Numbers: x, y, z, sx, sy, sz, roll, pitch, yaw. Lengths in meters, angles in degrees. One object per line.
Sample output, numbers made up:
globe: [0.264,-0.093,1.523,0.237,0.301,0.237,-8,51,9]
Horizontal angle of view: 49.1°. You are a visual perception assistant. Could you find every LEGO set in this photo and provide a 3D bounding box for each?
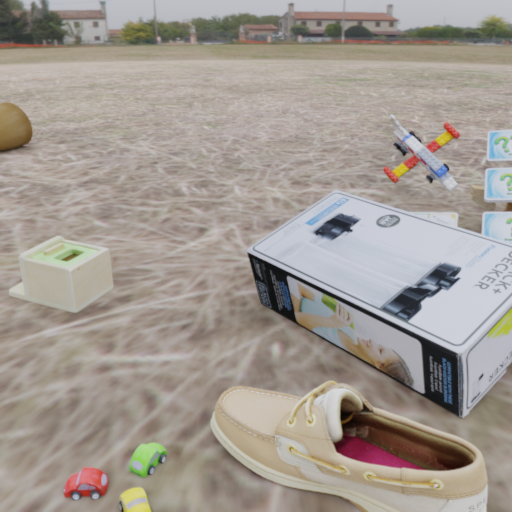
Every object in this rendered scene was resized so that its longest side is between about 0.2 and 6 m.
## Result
LEGO set: [3.287,-1.300,9.553,3.064,2.289,0.752,3,-22,24]

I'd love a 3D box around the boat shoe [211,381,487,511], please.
boat shoe: [0.705,1.502,4.750,2.476,0.856,0.913,13,27,27]

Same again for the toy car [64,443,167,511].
toy car: [-1.078,1.849,4.789,0.884,0.197,0.832,13,27,26]

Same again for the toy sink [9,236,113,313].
toy sink: [-2.794,0.204,7.896,1.255,0.703,0.818,11,26,23]

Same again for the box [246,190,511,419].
box: [1.607,0.332,6.763,1.833,0.945,3.144,-33,38,-26]

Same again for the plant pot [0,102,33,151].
plant pot: [-7.317,-3.500,15.845,1.300,1.300,1.395,8,35,19]

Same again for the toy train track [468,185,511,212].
toy train track: [5.837,-0.548,9.810,4.129,0.672,2.368,11,17,11]
